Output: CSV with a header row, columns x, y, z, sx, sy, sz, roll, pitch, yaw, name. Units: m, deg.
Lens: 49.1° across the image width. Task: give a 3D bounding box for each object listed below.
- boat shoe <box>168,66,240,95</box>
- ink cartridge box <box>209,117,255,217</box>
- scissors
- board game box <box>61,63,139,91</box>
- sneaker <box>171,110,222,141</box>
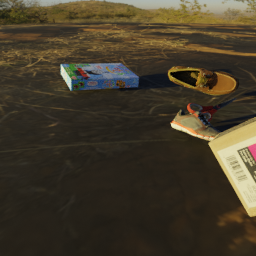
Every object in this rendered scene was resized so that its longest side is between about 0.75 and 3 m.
x,y,z,sx,sy,sz,roll,pitch,yaw,name
2.540,-1.602,9.600,2.396,0.862,0.815,12,14,22,boat shoe
1.974,0.513,4.030,1.063,1.290,0.484,-33,-5,41,ink cartridge box
2.605,-0.524,8.265,1.965,0.137,0.719,-8,55,-24,scissors
-1.195,-2.134,11.406,2.695,0.493,2.039,-6,29,-22,board game box
1.712,-0.104,6.777,1.514,0.620,0.583,23,5,42,sneaker
